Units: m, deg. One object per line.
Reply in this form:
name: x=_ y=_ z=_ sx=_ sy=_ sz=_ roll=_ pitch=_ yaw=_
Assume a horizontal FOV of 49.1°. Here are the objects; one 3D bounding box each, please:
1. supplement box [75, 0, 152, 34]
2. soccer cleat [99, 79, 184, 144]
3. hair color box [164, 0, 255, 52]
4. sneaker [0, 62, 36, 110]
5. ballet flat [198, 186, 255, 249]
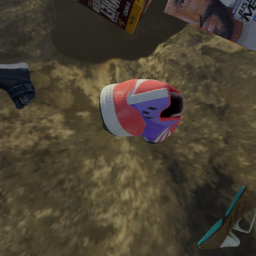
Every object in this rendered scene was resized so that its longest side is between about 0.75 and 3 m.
supplement box: x=-0.183 y=-3.873 z=7.161 sx=1.887 sy=1.253 sz=1.862 roll=30 pitch=75 yaw=-4
soccer cleat: x=0.606 y=-0.266 z=5.012 sx=1.069 sy=2.920 sz=0.996 roll=-10 pitch=82 yaw=24
hair color box: x=1.859 y=-2.338 z=5.278 sx=2.031 sy=1.126 sz=0.649 roll=28 pitch=28 yaw=13
sneaker: x=-2.734 y=-0.877 z=6.204 sx=1.430 sy=0.544 sz=1.033 roll=-19 pitch=93 yaw=-45
ballet flat: x=1.805 y=1.677 z=4.825 sx=0.515 sy=0.483 sz=1.425 roll=37 pitch=99 yaw=19
